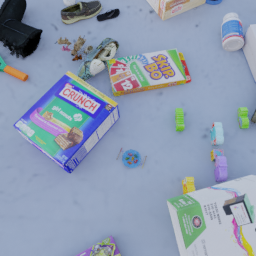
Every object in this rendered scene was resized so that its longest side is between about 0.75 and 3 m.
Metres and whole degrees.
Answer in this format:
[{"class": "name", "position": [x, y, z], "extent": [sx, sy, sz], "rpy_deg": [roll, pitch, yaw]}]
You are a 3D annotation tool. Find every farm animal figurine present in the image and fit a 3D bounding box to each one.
[{"class": "farm animal figurine", "position": [-1.867, -2.827, 9.759], "extent": [1.021, 0.538, 1.032], "rpy_deg": [-44, 100, -19]}]

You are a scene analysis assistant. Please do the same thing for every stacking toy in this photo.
[{"class": "stacking toy", "position": [2.632, 0.652, 8.156], "extent": [2.251, 0.702, 2.986], "rpy_deg": [-1, 65, 0]}]

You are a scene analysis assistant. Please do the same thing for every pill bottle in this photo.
[{"class": "pill bottle", "position": [3.709, -3.450, 9.991], "extent": [0.718, 0.718, 1.279], "rpy_deg": [4, 67, 2]}]

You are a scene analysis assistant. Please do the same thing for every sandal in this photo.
[{"class": "sandal", "position": [-0.733, -4.318, 10.662], "extent": [0.966, 0.207, 0.367], "rpy_deg": [-26, 68, -11]}]

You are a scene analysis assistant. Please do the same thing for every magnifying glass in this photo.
[{"class": "magnifying glass", "position": [-4.389, -2.143, 9.673], "extent": [2.153, 0.241, 0.857], "rpy_deg": [26, 68, 11]}]

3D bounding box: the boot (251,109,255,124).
[{"class": "boot", "position": [5.050, -0.432, 8.625], "extent": [2.009, 0.729, 1.826], "rpy_deg": [25, 82, 18]}]

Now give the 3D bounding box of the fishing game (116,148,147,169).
[{"class": "fishing game", "position": [0.100, 0.908, 8.350], "extent": [0.844, 0.131, 0.604], "rpy_deg": [21, 65, 10]}]

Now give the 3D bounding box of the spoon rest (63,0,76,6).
[{"class": "spoon rest", "position": [-2.427, -5.177, 11.060], "extent": [0.461, 0.281, 0.929], "rpy_deg": [-31, 83, -12]}]

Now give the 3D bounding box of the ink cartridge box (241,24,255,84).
[{"class": "ink cartridge box", "position": [5.476, -2.599, 9.430], "extent": [2.675, 1.021, 1.825], "rpy_deg": [-7, 66, -1]}]

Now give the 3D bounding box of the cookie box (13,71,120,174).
[{"class": "cookie box", "position": [-1.763, -0.231, 8.425], "extent": [2.045, 0.898, 2.390], "rpy_deg": [34, 69, 16]}]

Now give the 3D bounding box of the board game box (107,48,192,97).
[{"class": "board game box", "position": [0.728, -1.922, 9.499], "extent": [2.718, 0.407, 1.298], "rpy_deg": [-10, 69, -7]}]

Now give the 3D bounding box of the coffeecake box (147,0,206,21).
[{"class": "coffeecake box", "position": [1.570, -5.674, 10.869], "extent": [1.979, 0.942, 2.578], "rpy_deg": [-27, 68, -11]}]

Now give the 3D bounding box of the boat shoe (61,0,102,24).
[{"class": "boat shoe", "position": [-1.749, -4.454, 10.534], "extent": [1.669, 0.549, 0.596], "rpy_deg": [-26, 68, -11]}]

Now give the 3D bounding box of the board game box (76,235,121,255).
[{"class": "board game box", "position": [-0.952, 3.625, 7.063], "extent": [1.744, 0.282, 1.047], "rpy_deg": [-25, 72, -11]}]

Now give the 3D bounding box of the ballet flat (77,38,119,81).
[{"class": "ballet flat", "position": [-0.942, -2.322, 9.435], "extent": [0.724, 0.724, 1.949], "rpy_deg": [28, 71, 12]}]

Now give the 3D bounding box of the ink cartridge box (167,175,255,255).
[{"class": "ink cartridge box", "position": [2.428, 2.380, 6.862], "extent": [2.485, 1.043, 1.799], "rpy_deg": [-14, 90, -7]}]

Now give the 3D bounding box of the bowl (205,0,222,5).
[{"class": "bowl", "position": [3.360, -5.252, 11.108], "extent": [0.856, 0.168, 0.856], "rpy_deg": [0, 66, 0]}]

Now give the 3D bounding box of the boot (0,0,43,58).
[{"class": "boot", "position": [-3.857, -3.682, 10.047], "extent": [1.799, 0.812, 2.195], "rpy_deg": [28, 76, 14]}]
